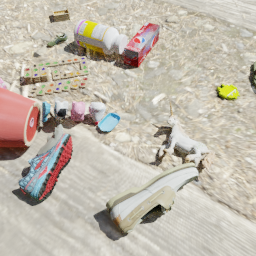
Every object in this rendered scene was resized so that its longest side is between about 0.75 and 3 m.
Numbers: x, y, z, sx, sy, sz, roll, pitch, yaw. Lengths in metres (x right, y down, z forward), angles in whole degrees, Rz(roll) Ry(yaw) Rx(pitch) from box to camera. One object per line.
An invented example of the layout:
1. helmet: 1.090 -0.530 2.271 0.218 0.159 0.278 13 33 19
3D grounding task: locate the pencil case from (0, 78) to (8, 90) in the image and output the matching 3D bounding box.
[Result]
1. pencil case: -5.177 -1.091 9.831 0.799 0.835 1.930 5 41 49

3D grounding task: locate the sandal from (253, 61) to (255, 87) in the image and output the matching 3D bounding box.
1. sandal: 5.234 -2.103 10.792 0.777 0.558 1.957 4 51 4

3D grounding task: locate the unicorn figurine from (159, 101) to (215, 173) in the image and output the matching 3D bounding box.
1. unicorn figurine: 1.664 0.464 8.637 2.245 0.829 1.542 38 51 10

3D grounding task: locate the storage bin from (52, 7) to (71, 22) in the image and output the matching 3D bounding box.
1. storage bin: -3.287 -5.629 13.811 0.779 0.365 0.774 -14 53 -11

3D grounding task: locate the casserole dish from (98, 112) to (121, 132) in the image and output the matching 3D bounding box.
1. casserole dish: -0.617 -0.170 9.464 0.535 0.171 0.884 26 55 20

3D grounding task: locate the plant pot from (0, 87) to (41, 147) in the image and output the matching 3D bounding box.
1. plant pot: -3.760 -0.288 8.550 1.777 2.009 2.009 11 51 -2

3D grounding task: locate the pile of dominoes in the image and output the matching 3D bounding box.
1. pile of dominoes: -2.750 -2.152 10.943 2.494 0.397 1.944 -12 51 -9

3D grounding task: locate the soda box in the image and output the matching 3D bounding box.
1. soda box: 0.604 -3.557 11.843 0.699 0.772 2.205 21 54 17

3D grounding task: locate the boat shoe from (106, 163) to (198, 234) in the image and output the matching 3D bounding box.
1. boat shoe: 0.797 1.837 7.382 2.658 0.993 0.909 -25 60 -10

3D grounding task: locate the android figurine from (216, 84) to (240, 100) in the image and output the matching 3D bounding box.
1. android figurine: 3.749 -1.338 10.424 0.776 0.175 0.853 -32 56 -24

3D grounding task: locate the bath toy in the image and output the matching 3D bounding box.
1. bath toy: -1.770 -0.505 9.272 2.065 0.763 0.898 1 10 -17

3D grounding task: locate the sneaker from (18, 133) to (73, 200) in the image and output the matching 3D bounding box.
1. sneaker: -2.386 0.936 8.122 1.039 0.863 2.176 14 52 14

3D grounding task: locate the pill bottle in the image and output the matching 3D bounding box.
1. pill bottle: -1.135 -3.774 11.811 2.126 1.108 1.108 22 54 16

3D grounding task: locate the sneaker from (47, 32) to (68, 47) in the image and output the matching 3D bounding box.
1. sneaker: -3.133 -3.927 12.364 0.984 0.442 0.330 -25 55 -19

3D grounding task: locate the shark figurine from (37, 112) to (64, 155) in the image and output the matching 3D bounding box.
1. shark figurine: -2.323 0.085 8.959 0.967 0.675 1.618 -1 52 -2
